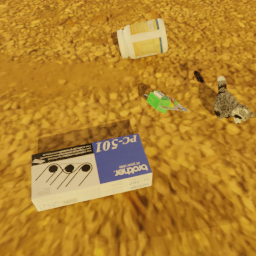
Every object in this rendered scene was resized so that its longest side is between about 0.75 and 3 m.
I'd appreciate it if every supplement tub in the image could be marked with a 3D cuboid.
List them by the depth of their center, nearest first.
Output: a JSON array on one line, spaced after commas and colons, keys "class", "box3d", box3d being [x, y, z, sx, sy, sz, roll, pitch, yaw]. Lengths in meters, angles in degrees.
[{"class": "supplement tub", "box3d": [0.573, -3.481, 11.057, 1.812, 1.311, 1.311, -10, 45, 6]}]

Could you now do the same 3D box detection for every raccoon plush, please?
[{"class": "raccoon plush", "box3d": [3.194, -0.882, 8.450, 1.042, 1.555, 0.753, -6, 2, 43]}]

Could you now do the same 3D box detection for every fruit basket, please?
[{"class": "fruit basket", "box3d": [1.183, -0.819, 8.593, 1.099, 0.515, 1.018, -3, 33, -32]}]

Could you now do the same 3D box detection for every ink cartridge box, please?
[{"class": "ink cartridge box", "box3d": [-0.934, 1.060, 7.059, 2.839, 0.628, 1.335, -11, 48, -8]}]
